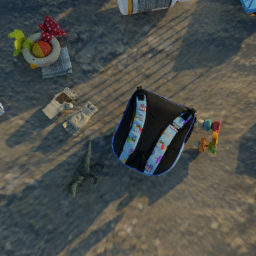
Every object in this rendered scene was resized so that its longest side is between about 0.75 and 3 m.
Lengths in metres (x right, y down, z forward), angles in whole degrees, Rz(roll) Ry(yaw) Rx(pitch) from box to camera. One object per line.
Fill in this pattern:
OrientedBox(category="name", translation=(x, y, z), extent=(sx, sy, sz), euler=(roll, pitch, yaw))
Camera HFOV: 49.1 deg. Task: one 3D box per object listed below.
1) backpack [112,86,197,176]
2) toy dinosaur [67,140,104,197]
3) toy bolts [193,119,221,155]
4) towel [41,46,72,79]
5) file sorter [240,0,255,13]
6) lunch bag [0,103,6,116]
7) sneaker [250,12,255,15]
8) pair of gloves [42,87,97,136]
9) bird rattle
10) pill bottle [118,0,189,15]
OrientedBox(category="backpack", translation=(0.723, 0.295, 8.885), extent=(2.257, 1.663, 2.472), euler=(23, 74, 7))
OrientedBox(category="toy dinosaur", translation=(-1.320, 1.381, 9.220), extent=(0.873, 0.470, 1.982), euler=(17, 70, 12))
OrientedBox(category="toy bolts", translation=(2.567, 0.194, 9.242), extent=(0.784, 1.079, 1.130), euler=(9, 73, 20))
OrientedBox(category="towel", translation=(-2.731, -2.453, 10.496), extent=(1.140, 0.204, 1.184), euler=(-13, 74, -4))
OrientedBox(category="file sorter", translation=(5.235, -6.100, 10.604), extent=(1.942, 1.717, 2.798), euler=(-8, 64, -2))
OrientedBox(category="lunch bag", translation=(-4.791, -0.731, 9.850), extent=(0.641, 0.467, 0.754), euler=(-36, 63, -10))
OrientedBox(category="sneaker", translation=(5.376, -4.546, 11.085), extent=(1.137, 0.414, 0.481), euler=(10, 92, 5))
OrientedBox(category="pair of gloves", translation=(-2.054, -0.613, 9.905), extent=(1.571, 0.276, 1.336), euler=(35, 73, 8))
OrientedBox(category="bird rattle", translation=(-3.198, -3.038, 10.363), extent=(2.092, 1.179, 1.706), euler=(-23, 76, -20))
OrientedBox(category="pill bottle", translation=(0.968, -5.331, 10.660), extent=(2.741, 1.595, 1.595), euler=(-11, 73, -5))
